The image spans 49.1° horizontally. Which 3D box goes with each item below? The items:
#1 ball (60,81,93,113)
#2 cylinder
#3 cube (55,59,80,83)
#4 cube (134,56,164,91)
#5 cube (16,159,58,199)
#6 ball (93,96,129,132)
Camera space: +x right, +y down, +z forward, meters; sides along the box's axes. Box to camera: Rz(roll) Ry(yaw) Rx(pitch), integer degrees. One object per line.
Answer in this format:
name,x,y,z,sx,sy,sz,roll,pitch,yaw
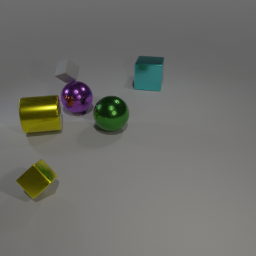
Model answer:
ball,-2.227,-1.341,12.211,1.400,1.400,1.400,0,31,0
cylinder,-3.343,-0.538,10.849,1.400,1.400,1.400,-6,32,-9
cube,-2.638,-2.462,12.162,0.700,0.700,0.700,-7,66,36
cube,1.127,-2.889,14.738,1.400,1.400,1.400,6,32,9
cube,-2.540,1.415,7.879,0.700,0.700,0.700,-42,4,6
ball,-0.647,-0.558,10.882,1.400,1.400,1.400,0,31,0
